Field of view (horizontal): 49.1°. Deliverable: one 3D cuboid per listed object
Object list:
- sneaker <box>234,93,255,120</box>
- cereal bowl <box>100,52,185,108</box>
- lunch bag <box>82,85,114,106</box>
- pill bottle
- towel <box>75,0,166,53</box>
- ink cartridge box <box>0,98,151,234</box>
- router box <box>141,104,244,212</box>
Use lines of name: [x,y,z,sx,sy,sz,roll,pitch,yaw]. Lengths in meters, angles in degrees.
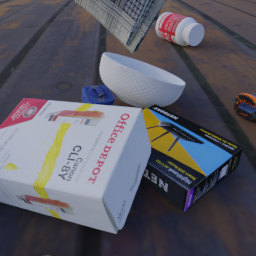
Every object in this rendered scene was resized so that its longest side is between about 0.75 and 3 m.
sneaker: [3.727,-0.384,7.098,0.856,0.822,2.183,-9,33,-19]
cereal bowl: [0.301,-1.238,7.889,2.442,1.017,2.442,19,19,-7]
lunch bag: [-0.814,-0.690,7.604,0.794,0.773,1.169,-11,34,-16]
pill bottle: [2.438,-4.624,13.195,1.271,1.271,2.264,-18,37,-26]
towel: [-0.189,-4.089,8.098,2.898,2.790,0.500,44,38,11]
ink cartridge box: [-1.084,0.493,4.914,2.546,1.062,1.848,7,48,21]
router box: [0.847,0.442,5.992,1.826,0.625,2.449,-27,42,-35]
